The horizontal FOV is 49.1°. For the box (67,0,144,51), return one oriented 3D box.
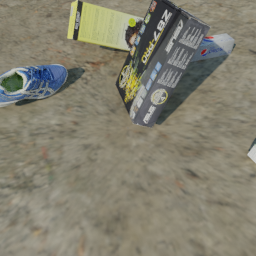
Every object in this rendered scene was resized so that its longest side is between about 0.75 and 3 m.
[{"bbox_3d":[-0.295,-2.965,8.565,2.904,1.093,0.728,3,16,-24],"label":"box"}]

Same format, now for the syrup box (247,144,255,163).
[{"bbox_3d":[3.011,0.728,5.900,0.346,0.358,0.879,-7,44,-34],"label":"syrup box"}]

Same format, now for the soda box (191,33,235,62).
[{"bbox_3d":[2.700,-2.709,9.428,1.647,0.562,0.522,-14,46,-13],"label":"soda box"}]

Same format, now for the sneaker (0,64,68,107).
[{"bbox_3d":[-2.525,-1.178,7.350,2.374,0.899,0.914,-32,7,-39],"label":"sneaker"}]

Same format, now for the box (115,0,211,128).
[{"bbox_3d":[0.625,-1.611,6.692,0.633,2.579,2.079,13,31,-27],"label":"box"}]
